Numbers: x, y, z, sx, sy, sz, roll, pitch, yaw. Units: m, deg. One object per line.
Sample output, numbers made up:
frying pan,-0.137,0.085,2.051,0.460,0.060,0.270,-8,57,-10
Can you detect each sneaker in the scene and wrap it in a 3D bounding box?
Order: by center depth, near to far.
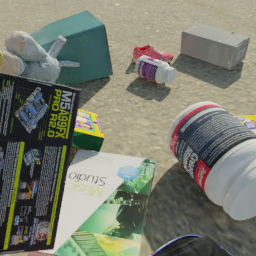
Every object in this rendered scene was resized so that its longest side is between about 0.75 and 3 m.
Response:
sneaker,1.042,-3.064,11.576,1.773,0.769,0.653,-3,38,-4

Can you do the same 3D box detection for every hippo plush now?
hippo plush,-3.555,-1.899,8.797,2.351,2.329,2.924,8,56,28

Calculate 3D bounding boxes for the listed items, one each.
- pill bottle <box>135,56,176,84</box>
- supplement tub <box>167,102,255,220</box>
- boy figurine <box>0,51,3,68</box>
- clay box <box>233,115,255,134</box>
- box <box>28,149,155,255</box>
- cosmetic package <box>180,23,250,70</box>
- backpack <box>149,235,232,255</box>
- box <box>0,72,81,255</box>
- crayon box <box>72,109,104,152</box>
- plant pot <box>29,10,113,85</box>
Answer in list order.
pill bottle,1.029,-2.111,10.330,1.430,0.803,0.803,28,46,31
supplement tub,2.069,0.619,6.122,1.633,1.633,2.327,-15,39,-18
boy figurine,-3.101,-0.663,5.245,0.754,1.456,2.342,2,53,21
clay box,3.428,0.077,7.823,1.744,0.415,1.002,-4,39,-4
box,-0.559,1.587,5.826,1.952,0.492,2.705,7,39,9
cosmetic package,3.619,-3.522,11.910,2.525,1.139,1.349,32,51,30
backpack,0.804,2.547,3.704,1.975,1.597,2.073,-31,57,-21
box,-1.715,0.446,3.584,1.856,2.316,0.513,8,4,-32
crayon box,-1.428,-0.062,7.345,1.363,0.460,1.580,14,21,-20
plant pot,-2.310,-2.781,10.378,2.795,1.974,1.975,-22,42,-16
